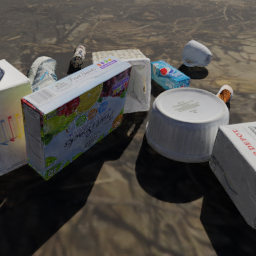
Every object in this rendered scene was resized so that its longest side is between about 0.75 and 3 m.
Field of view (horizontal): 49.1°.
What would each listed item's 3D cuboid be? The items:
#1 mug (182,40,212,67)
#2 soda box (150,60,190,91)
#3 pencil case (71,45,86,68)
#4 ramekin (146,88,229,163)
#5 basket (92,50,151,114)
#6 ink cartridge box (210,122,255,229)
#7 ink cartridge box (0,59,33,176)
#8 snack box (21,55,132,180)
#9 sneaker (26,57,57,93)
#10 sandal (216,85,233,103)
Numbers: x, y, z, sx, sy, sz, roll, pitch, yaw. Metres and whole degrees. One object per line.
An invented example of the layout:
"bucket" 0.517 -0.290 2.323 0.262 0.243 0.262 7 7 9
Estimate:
"mug" 2.916 -3.055 12.082 1.248 0.921 1.094 -36 55 -18
"soda box" 1.537 -1.923 10.642 0.600 0.635 1.871 -16 39 -22
"pencil case" -2.205 -3.190 12.535 0.529 0.608 1.360 22 31 -18
"ramekin" 1.680 -0.211 7.820 2.389 1.113 2.389 0 36 0
"basket" -0.286 -1.530 9.172 1.787 1.771 1.437 -8 32 -9
"ink cartridge box" 3.649 0.829 6.258 2.904 1.216 2.096 -7 35 -10
"ink cartridge box" -3.268 -0.369 6.807 1.590 2.539 1.632 -27 44 -33
"snack box" -1.184 -0.345 7.099 0.788 2.116 2.975 33 46 20
"sneaker" -2.913 -1.423 9.787 1.287 1.157 2.982 14 43 -1
"sandal" 3.309 -1.079 9.471 1.301 0.498 0.373 -43 9 -38
